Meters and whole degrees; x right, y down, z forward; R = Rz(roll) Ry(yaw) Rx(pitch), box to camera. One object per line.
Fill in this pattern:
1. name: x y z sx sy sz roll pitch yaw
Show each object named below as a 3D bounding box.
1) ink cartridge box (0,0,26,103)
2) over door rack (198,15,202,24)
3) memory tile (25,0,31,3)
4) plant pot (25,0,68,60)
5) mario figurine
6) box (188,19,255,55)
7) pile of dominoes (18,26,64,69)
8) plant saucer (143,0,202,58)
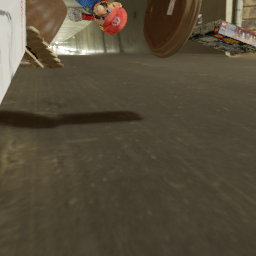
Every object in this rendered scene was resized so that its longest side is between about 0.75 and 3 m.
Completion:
1. ink cartridge box: -2.648 -1.405 5.060 0.946 1.649 2.270 13 53 -11
2. over door rack: 1.791 -4.058 10.236 1.331 0.600 1.802 15 31 27
3. memory tile: -2.591 -3.753 7.273 1.026 0.787 0.086 -7 36 40
4. plant pot: -3.080 -3.712 9.615 1.856 1.856 1.986 20 64 47
5. mario figurine: -0.755 -2.773 6.143 0.941 1.096 1.776 -36 73 -28
6. box: 2.942 -2.594 8.195 1.965 0.392 1.345 8 5 -25
7. pile of dominoes: -3.012 -2.354 7.837 2.029 0.415 2.604 6 -10 6
8. plant saucer: 1.064 -3.096 7.572 0.346 2.350 2.350 6 13 -29
